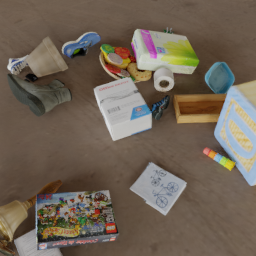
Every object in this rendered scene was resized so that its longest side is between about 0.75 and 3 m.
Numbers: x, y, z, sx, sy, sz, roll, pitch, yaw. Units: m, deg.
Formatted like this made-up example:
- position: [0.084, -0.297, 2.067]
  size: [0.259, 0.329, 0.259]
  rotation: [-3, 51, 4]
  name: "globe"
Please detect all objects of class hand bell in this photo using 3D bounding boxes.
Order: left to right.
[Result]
- position: [-3.086, 2.374, 9.025]
  size: [1.224, 1.224, 2.350]
  rotation: [33, 45, 26]
  name: "hand bell"

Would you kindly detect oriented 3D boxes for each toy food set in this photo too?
- position: [-0.207, -3.047, 13.326]
  size: [2.433, 0.598, 2.458]
  rotation: [-11, 59, -38]
  name: "toy food set"

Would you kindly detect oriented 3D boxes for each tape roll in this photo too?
- position: [1.652, -2.222, 12.927]
  size: [0.917, 0.917, 0.629]
  rotation: [1, 48, 1]
  name: "tape roll"

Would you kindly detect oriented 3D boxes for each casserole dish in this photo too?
- position: [4.013, -2.167, 12.355]
  size: [1.167, 1.927, 0.374]
  rotation: [-53, 46, 6]
  name: "casserole dish"

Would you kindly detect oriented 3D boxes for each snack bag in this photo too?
- position: [1.023, 2.042, 9.700]
  size: [1.553, 0.166, 1.464]
  rotation: [29, 54, 22]
  name: "snack bag"

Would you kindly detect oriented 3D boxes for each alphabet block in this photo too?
- position: [5.112, -0.038, 9.835]
  size: [2.745, 2.696, 2.682]
  rotation: [-14, 52, -12]
  name: "alphabet block"

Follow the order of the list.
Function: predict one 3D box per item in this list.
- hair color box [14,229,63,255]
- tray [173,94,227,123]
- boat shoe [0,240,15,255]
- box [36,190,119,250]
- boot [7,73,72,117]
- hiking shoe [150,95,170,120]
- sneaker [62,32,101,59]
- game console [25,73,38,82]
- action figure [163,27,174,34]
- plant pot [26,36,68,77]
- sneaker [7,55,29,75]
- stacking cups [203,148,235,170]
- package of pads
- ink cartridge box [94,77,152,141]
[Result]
- position: [-2.299, 3.826, 7.829]
  size: [1.000, 0.612, 2.019]
  rotation: [-25, 53, -23]
  name: "hair color box"
- position: [3.356, -0.851, 12.028]
  size: [2.635, 0.488, 1.300]
  rotation: [-1, 48, -2]
  name: "tray"
- position: [-3.726, 3.494, 8.316]
  size: [0.923, 0.349, 0.341]
  rotation: [19, 49, 15]
  name: "boat shoe"
- position: [-1.566, 2.699, 8.460]
  size: [2.302, 0.434, 1.572]
  rotation: [1, 41, -20]
  name: "box"
- position: [-3.967, -1.739, 12.644]
  size: [2.864, 0.970, 1.871]
  rotation: [39, 53, 22]
  name: "boot"
- position: [1.352, -0.994, 12.106]
  size: [0.619, 0.532, 1.429]
  rotation: [24, 53, 18]
  name: "hiking shoe"
- position: [-2.329, -4.293, 14.908]
  size: [2.233, 0.877, 0.996]
  rotation: [-35, 68, -19]
  name: "sneaker"
- position: [-4.885, -2.305, 13.532]
  size: [0.591, 0.121, 1.002]
  rotation: [32, 54, 25]
  name: "game console"
- position: [2.367, -5.353, 16.090]
  size: [0.684, 0.317, 1.158]
  rotation: [5, 52, 0]
  name: "action figure"
- position: [-3.995, -3.278, 13.527]
  size: [1.513, 1.743, 1.743]
  rotation: [-32, 54, -4]
  name: "plant pot"
- position: [-5.519, -3.337, 14.120]
  size: [0.839, 0.587, 1.453]
  rotation: [30, 57, 21]
  name: "sneaker"
- position: [3.351, 1.139, 10.417]
  size: [1.182, 0.357, 0.357]
  rotation: [30, 55, 29]
  name: "stacking cups"
- position: [1.763, -3.816, 13.957]
  size: [2.972, 1.014, 2.296]
  rotation: [3, 47, -16]
  name: "package of pads"
- position: [-0.235, -0.843, 11.613]
  size: [1.700, 0.981, 2.343]
  rotation: [-19, 51, -9]
  name: "ink cartridge box"
